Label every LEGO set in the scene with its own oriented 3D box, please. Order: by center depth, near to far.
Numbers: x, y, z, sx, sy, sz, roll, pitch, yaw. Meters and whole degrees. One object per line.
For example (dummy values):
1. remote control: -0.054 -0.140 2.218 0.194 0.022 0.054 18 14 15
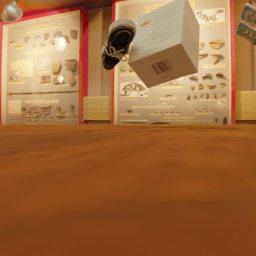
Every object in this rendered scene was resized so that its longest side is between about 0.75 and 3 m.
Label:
1. LEGO set: 3.841 -2.316 7.133 2.445 0.600 1.826 43 -14 21

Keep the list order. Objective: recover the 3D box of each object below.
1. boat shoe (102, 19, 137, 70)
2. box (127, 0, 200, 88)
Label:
1. boat shoe: -0.381 -2.592 9.085 0.882 0.816 2.390 7 -15 -23
2. box: 1.282 -2.881 9.442 1.906 2.503 1.331 -13 -41 33
